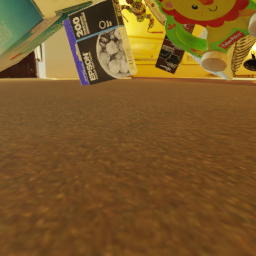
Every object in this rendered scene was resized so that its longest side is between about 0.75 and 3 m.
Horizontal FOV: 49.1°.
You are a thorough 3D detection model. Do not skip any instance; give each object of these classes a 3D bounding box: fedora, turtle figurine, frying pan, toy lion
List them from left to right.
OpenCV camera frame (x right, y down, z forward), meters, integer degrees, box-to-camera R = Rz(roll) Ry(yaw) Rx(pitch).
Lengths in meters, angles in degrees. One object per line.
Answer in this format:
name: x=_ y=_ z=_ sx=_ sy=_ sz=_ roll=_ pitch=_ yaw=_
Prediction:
turtle figurine: x=0.177 y=-1.816 z=4.297 sx=0.885 sy=0.285 sz=0.713 roll=36 pitch=-2 yaw=19
fedora: x=0.898 y=-3.635 z=7.926 sx=0.633 sy=1.552 sz=1.552 roll=-31 pitch=-1 yaw=25
toy lion: x=1.427 y=-2.189 z=5.121 sx=2.328 sy=0.834 sz=2.429 roll=22 pitch=-17 yaw=-11
frying pan: x=3.614 y=-1.969 z=8.201 sx=1.077 sy=0.175 sz=0.651 roll=30 pitch=-16 yaw=-34

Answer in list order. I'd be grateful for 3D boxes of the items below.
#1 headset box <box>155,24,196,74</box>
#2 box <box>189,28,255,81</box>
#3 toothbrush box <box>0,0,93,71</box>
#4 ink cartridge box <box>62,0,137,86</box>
headset box: x=1.924 y=-3.477 z=10.734 sx=0.880 sy=2.279 sz=1.696 roll=23 pitch=35 yaw=7
box: x=2.934 y=-2.803 z=7.365 sx=1.168 sy=2.842 sz=0.972 roll=20 pitch=14 yaw=-49
toothbrush box: x=-2.267 y=-2.003 z=5.329 sx=2.635 sy=1.124 sz=1.929 roll=-24 pitch=20 yaw=28
ink cartridge box: x=-0.448 y=-1.110 z=3.810 sx=1.000 sy=0.991 sz=0.217 roll=-7 pitch=15 yaw=33
